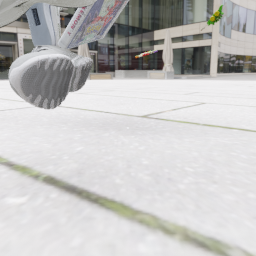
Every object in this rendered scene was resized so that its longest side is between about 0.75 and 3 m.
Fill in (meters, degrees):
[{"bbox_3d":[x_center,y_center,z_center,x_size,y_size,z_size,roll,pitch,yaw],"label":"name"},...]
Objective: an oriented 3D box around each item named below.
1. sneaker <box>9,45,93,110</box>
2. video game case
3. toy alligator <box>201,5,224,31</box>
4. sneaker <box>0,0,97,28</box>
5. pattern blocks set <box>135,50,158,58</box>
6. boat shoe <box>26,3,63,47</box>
[{"bbox_3d":[-1.016,-0.683,3.442,0.706,0.644,1.723,23,15,3],"label":"sneaker"},{"bbox_3d":[-0.564,-3.260,7.422,0.306,2.426,2.662,41,29,-2],"label":"video game case"},{"bbox_3d":[2.507,-3.140,8.169,0.249,0.918,0.272,42,41,2],"label":"toy alligator"},{"bbox_3d":[-1.279,-2.215,3.419,2.931,1.106,1.687,-29,1,-33],"label":"sneaker"},{"bbox_3d":[0.625,-2.540,9.564,0.837,0.077,0.953,-25,16,-28],"label":"pattern blocks set"},{"bbox_3d":[-2.432,-3.661,8.429,0.972,2.632,1.122,-1,20,20],"label":"boat shoe"}]
